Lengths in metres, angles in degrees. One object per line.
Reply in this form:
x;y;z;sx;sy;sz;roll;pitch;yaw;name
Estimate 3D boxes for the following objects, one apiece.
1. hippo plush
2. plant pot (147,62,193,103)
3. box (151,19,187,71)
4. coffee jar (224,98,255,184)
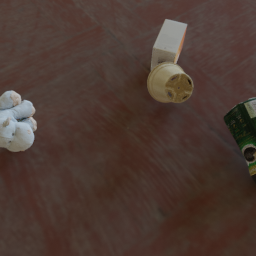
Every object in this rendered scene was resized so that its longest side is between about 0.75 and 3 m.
-3.057;-0.169;7.113;1.491;1.855;1.477;24;87;54;hippo plush
1.292;-1.227;8.093;1.241;1.241;1.136;-11;19;-7;plant pot
1.357;-2.678;9.354;0.762;1.092;1.434;18;63;10;box
3.431;0.400;7.252;0.938;1.147;2.199;-12;70;-17;coffee jar
